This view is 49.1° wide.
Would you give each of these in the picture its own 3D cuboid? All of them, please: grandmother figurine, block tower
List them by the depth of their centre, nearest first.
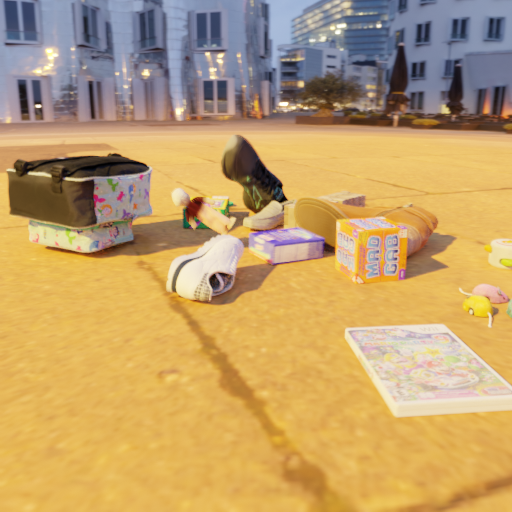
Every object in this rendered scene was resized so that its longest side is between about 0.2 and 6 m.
[{"bbox_3d":[-1.147,-0.915,11.571,1.363,0.827,0.413,34,23,-10],"label":"grandmother figurine"},{"bbox_3d":[1.716,-1.041,13.693,0.720,0.771,2.666,14,21,40],"label":"block tower"}]

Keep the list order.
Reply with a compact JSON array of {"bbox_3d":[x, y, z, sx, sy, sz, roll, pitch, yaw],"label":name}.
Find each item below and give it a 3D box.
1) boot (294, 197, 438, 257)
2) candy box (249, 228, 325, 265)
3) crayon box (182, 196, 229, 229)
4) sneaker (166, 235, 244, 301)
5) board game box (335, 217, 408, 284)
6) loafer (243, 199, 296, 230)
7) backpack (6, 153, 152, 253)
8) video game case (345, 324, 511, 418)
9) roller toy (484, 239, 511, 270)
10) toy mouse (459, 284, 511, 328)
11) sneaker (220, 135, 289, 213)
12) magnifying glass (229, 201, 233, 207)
[{"bbox_3d":[2.400,-0.818,12.026,2.743,1.052,2.130,18,29,32],"label":"boot"},{"bbox_3d":[0.601,-0.211,11.314,1.206,0.464,1.020,-6,18,-26],"label":"candy box"},{"bbox_3d":[-1.264,-1.139,14.414,1.051,0.515,1.769,0,16,1],"label":"crayon box"},{"bbox_3d":[-0.653,0.246,9.498,0.828,0.786,2.056,16,28,21],"label":"sneaker"},{"bbox_3d":[2.058,-0.120,10.107,0.955,0.956,0.955,-4,17,-14],"label":"board game box"},{"bbox_3d":[0.385,-1.030,13.830,0.636,0.635,1.819,14,21,40],"label":"loafer"},{"bbox_3d":[-3.539,-1.239,11.981,2.401,2.037,2.705,10,24,25],"label":"backpack"},{"bbox_3d":[1.985,1.288,6.672,1.391,0.175,1.943,-2,16,-6],"label":"video game case"},{"bbox_3d":[4.812,-0.056,10.702,0.665,0.510,0.729,-7,17,-22],"label":"roller toy"},{"bbox_3d":[3.766,0.674,8.611,1.239,0.270,1.395,-3,16,-10],"label":"toy mouse"},{"bbox_3d":[0.082,-2.009,14.264,1.199,1.141,3.025,22,-14,27],"label":"sneaker"},{"bbox_3d":[-1.193,-1.594,16.726,0.525,0.148,1.318,-15,24,-41],"label":"magnifying glass"}]
